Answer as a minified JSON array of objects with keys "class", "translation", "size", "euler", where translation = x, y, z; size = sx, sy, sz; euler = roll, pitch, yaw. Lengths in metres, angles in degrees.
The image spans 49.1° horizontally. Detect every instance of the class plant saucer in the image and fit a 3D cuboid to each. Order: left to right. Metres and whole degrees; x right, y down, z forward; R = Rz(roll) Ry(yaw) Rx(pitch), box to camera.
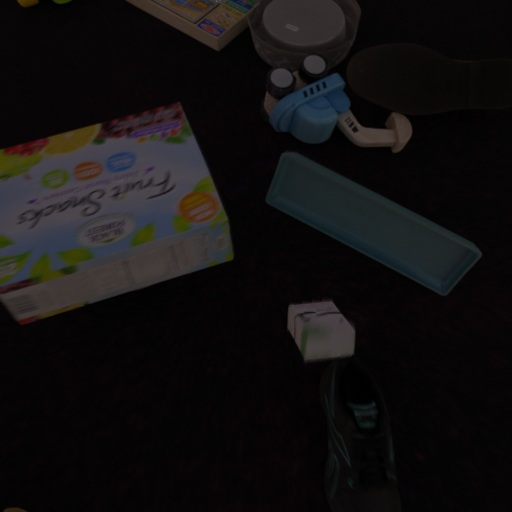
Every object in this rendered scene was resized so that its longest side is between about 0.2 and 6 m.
[{"class":"plant saucer","translation":[1.575,-0.478,7.859],"size":[2.955,1.033,0.280],"euler":[28,50,5]}]

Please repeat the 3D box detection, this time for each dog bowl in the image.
[{"class":"dog bowl","translation":[0.873,-4.259,10.469],"size":[2.114,0.620,2.114],"euler":[0,60,1]}]

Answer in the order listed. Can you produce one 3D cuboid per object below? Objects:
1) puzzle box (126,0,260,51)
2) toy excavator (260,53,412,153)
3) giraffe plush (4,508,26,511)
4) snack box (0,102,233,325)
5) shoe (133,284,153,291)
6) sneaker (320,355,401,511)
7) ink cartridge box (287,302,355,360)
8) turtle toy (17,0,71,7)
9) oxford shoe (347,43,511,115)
[{"class":"puzzle box","translation":[-1.192,-5.147,11.149],"size":[2.512,0.319,1.671],"euler":[34,66,17]},{"class":"toy excavator","translation":[1.294,-2.298,9.283],"size":[1.949,1.001,2.005],"euler":[-28,77,-16]},{"class":"giraffe plush","translation":[-2.916,3.316,5.487],"size":[2.029,2.502,2.159],"euler":[9,36,-49]},{"class":"snack box","translation":[-1.971,-0.651,7.360],"size":[2.787,0.943,2.351],"euler":[-17,56,-7]},{"class":"shoe","translation":[-2.509,-0.072,7.948],"size":[2.749,0.734,0.961],"euler":[3,53,3]},{"class":"sneaker","translation":[1.190,2.249,6.571],"size":[0.860,0.904,2.281],"euler":[-8,62,-6]},{"class":"ink cartridge box","translation":[0.776,0.899,6.883],"size":[0.610,0.352,0.835],"euler":[-4,21,-12]},{"class":"turtle toy","translation":[-4.107,-5.790,11.005],"size":[1.736,1.204,2.383],"euler":[-28,64,-15]},{"class":"oxford shoe","translation":[2.895,-2.900,9.471],"size":[3.009,1.072,1.073],"euler":[4,104,-10]}]
